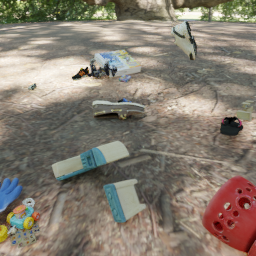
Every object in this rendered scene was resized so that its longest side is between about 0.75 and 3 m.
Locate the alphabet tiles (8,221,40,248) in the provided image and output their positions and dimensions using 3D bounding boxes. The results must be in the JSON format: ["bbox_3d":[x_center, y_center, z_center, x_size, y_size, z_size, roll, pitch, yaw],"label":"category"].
[{"bbox_3d":[-2.456,2.496,6.679,0.670,0.030,0.802,-12,30,-23],"label":"alphabet tiles"}]

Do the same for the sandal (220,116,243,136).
[{"bbox_3d":[4.040,-0.156,10.908,0.866,0.520,2.306,5,11,22],"label":"sandal"}]

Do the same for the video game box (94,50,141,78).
[{"bbox_3d":[-0.693,-4.366,18.808,2.424,0.567,2.208,-18,55,-32],"label":"video game box"}]

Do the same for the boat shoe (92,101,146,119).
[{"bbox_3d":[-0.405,-0.731,12.269,2.330,0.693,0.837,3,-15,-1],"label":"boat shoe"}]

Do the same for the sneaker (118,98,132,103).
[{"bbox_3d":[-0.127,-1.130,13.485,0.400,0.360,1.027,-22,30,-22],"label":"sneaker"}]

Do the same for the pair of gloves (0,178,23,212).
[{"bbox_3d":[-3.889,1.947,7.005,2.307,0.263,1.855,-11,22,7],"label":"pair of gloves"}]

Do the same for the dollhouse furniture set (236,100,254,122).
[{"bbox_3d":[5.148,-0.659,11.932,0.892,0.782,0.592,-26,26,-31],"label":"dollhouse furniture set"}]

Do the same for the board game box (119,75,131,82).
[{"bbox_3d":[-0.182,-3.063,17.359,0.541,0.138,0.800,12,33,17],"label":"board game box"}]

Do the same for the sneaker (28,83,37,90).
[{"bbox_3d":[-5.481,-2.380,15.980,0.352,0.306,0.795,-4,24,9],"label":"sneaker"}]

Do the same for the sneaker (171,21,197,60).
[{"bbox_3d":[2.950,-4.450,14.543,0.950,2.375,0.876,-9,51,27],"label":"sneaker"}]

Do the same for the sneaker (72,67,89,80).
[{"bbox_3d":[-3.024,-3.486,17.707,0.510,0.656,1.457,19,33,33],"label":"sneaker"}]

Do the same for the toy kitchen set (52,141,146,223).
[{"bbox_3d":[-0.913,1.592,7.724,1.422,1.934,2.413,-16,-6,-29],"label":"toy kitchen set"}]

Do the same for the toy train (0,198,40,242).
[{"bbox_3d":[-3.126,2.143,6.810,1.799,0.500,1.351,-17,31,-27],"label":"toy train"}]

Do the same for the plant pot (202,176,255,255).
[{"bbox_3d":[2.595,2.015,6.133,1.480,1.480,1.348,-20,42,-34],"label":"plant pot"}]

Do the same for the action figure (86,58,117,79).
[{"bbox_3d":[-1.661,-3.643,17.194,1.395,1.198,2.347,-9,12,-38],"label":"action figure"}]
